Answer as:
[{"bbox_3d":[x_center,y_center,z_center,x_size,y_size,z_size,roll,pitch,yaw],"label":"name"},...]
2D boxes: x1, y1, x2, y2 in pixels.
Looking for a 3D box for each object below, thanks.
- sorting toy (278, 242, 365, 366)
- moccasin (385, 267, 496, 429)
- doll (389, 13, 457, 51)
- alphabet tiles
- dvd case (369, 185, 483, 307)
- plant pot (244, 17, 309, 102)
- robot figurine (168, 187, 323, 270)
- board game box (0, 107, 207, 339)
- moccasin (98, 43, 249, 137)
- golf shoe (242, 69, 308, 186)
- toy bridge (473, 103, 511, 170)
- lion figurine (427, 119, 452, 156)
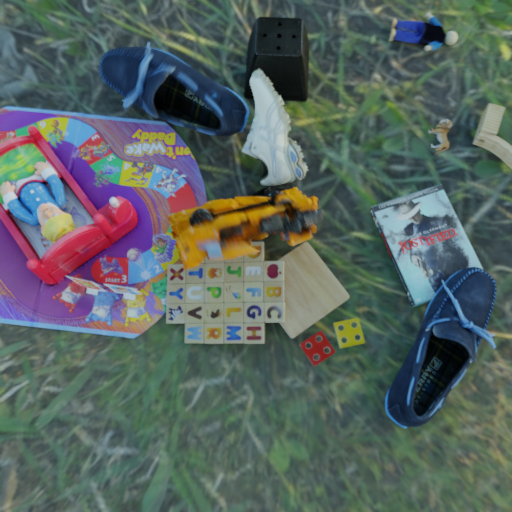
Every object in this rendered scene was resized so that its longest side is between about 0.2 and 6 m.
[{"bbox_3d":[0.814,0.706,10.038,1.282,0.450,2.659,-34,74,-11],"label":"sorting toy"},{"bbox_3d":[3.321,1.551,9.377,1.243,1.054,3.090,28,76,1],"label":"moccasin"},{"bbox_3d":[3.603,-4.778,11.977,1.404,0.340,0.958,11,72,4],"label":"doll"},{"bbox_3d":[-0.562,0.649,9.912,2.156,0.068,1.794,-2,79,11],"label":"alphabet tiles"},{"bbox_3d":[3.198,-0.219,10.480,1.492,0.225,2.044,-17,72,-6],"label":"dvd case"},{"bbox_3d":[0.436,-4.024,11.280,1.329,1.182,1.332,3,72,2],"label":"plant pot"},{"bbox_3d":[-0.146,-0.575,10.007,2.687,0.782,1.948,-12,27,-10],"label":"robot figurine"},{"bbox_3d":[-3.748,-0.980,10.279,5.646,1.099,4.461,7,71,2],"label":"board game box"},{"bbox_3d":[-1.702,-3.240,10.735,3.249,1.307,1.108,21,30,14],"label":"moccasin"},{"bbox_3d":[0.161,-2.301,10.441,1.060,0.854,2.181,-20,110,5],"label":"golf shoe"},{"bbox_3d":[6.212,-1.654,10.797,4.056,0.552,1.363,21,75,7],"label":"toy bridge"},{"bbox_3d":[3.725,-2.367,11.227,0.460,0.272,0.752,-4,85,-9],"label":"lion figurine"}]
